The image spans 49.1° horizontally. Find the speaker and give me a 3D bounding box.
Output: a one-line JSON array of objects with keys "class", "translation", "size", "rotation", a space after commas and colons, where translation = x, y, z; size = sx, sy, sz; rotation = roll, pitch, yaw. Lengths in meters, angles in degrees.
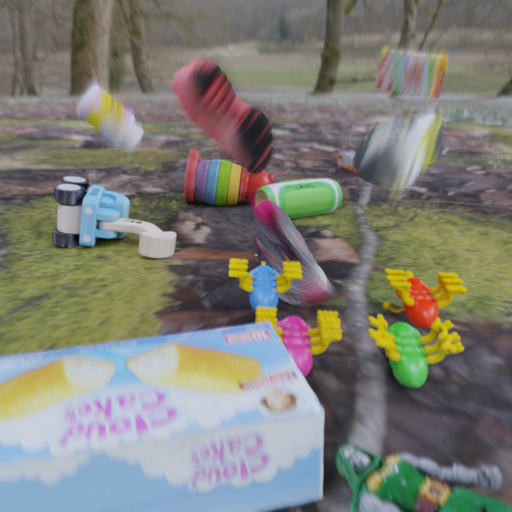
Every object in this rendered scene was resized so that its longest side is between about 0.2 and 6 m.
[{"class": "speaker", "translation": [0.856, -1.130, 11.218], "size": [1.688, 0.747, 0.747], "rotation": [-10, 22, -26]}]

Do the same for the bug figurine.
[{"class": "bug figurine", "translation": [0.987, 0.674, 6.288], "size": [2.726, 0.701, 2.114], "rotation": [5, 26, 2]}]

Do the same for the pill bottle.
[{"class": "pill bottle", "translation": [-2.522, -2.375, 9.775], "size": [1.102, 0.574, 0.574], "rotation": [39, 10, -18]}]

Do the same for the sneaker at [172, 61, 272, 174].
[{"class": "sneaker", "translation": [-0.575, -2.431, 9.898], "size": [1.013, 2.335, 0.861], "rotation": [15, 63, 51]}]

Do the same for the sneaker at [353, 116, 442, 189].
[{"class": "sneaker", "translation": [1.812, -1.381, 7.661], "size": [0.903, 0.794, 2.134], "rotation": [1, 18, 40]}]

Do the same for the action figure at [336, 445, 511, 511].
[{"class": "action figure", "translation": [1.376, 1.741, 3.625], "size": [2.041, 0.558, 1.206], "rotation": [12, 26, 40]}]

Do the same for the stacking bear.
[{"class": "stacking bear", "translation": [-0.553, -1.556, 12.111], "size": [1.885, 1.144, 1.072], "rotation": [7, 23, -2]}]

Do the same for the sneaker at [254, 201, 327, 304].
[{"class": "sneaker", "translation": [0.365, -0.042, 7.716], "size": [0.720, 0.666, 1.785], "rotation": [-25, 45, -6]}]

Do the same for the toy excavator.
[{"class": "toy excavator", "translation": [-2.423, -0.597, 9.607], "size": [2.045, 1.021, 1.988], "rotation": [5, 20, -11]}]

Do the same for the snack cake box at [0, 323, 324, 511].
[{"class": "snack cake box", "translation": [-0.853, 1.307, 4.320], "size": [2.432, 0.817, 1.399], "rotation": [-6, 19, -14]}]

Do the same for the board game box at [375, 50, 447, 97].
[{"class": "board game box", "translation": [3.068, -3.654, 11.196], "size": [0.234, 0.744, 1.558], "rotation": [-13, 29, -38]}]

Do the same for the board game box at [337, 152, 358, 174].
[{"class": "board game box", "translation": [3.347, -2.588, 15.685], "size": [1.417, 0.433, 1.871], "rotation": [-8, 21, -20]}]
